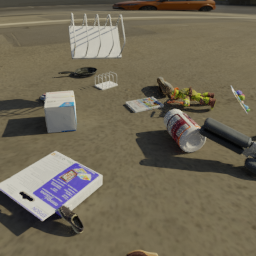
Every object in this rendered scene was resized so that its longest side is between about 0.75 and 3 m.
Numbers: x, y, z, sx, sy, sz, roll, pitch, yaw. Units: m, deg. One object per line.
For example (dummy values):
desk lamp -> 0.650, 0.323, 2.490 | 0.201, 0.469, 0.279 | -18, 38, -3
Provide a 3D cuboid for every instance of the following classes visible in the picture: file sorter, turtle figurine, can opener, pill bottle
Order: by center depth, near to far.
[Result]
can opener -> 3.665, 0.675, 9.241 | 2.775, 0.740, 0.928 | 28, 48, 7
pill bottle -> 2.105, 0.042, 10.761 | 1.040, 1.040, 1.821 | -8, 31, -13
file sorter -> -1.388, -4.159, 12.617 | 2.331, 1.617, 1.451 | -5, -10, -16
turtle figurine -> 3.078, -1.588, 13.724 | 2.226, 0.889, 2.760 | 10, 16, 2
file sorter -> -1.263, -2.721, 16.025 | 1.124, 0.700, 0.780 | -24, 37, -35

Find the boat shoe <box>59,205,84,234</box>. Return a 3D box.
boat shoe -> -1.419, 2.296, 7.165 | 0.870, 0.282, 0.313 | 47, 40, 14

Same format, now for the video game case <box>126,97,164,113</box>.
video game case -> 0.808, -1.159, 13.814 | 1.560, 0.141, 1.117 | -13, 31, -21

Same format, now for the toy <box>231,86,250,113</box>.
toy -> 4.285, -1.113, 10.573 | 0.269, 1.141, 0.657 | -28, 14, 24

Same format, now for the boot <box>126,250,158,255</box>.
boot -> 0.347, 3.049, 6.180 | 0.785, 0.284, 0.653 | 2, 28, -3

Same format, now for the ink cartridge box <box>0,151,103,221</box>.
ink cartridge box -> -2.307, 1.707, 8.349 | 2.234, 0.489, 2.255 | 21, 36, 32

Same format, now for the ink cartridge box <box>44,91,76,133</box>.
ink cartridge box -> -2.852, -0.733, 11.970 | 1.212, 1.190, 1.646 | -5, 30, -9

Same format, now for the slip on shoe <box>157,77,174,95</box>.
slip on shoe -> 1.897, -2.254, 15.319 | 0.589, 0.739, 1.943 | -36, 32, 2

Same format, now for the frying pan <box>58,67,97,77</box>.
frying pan -> -3.015, -3.436, 17.628 | 2.368, 0.386, 1.433 | -25, 37, -34

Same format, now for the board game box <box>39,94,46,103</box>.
board game box -> -4.098, -1.573, 14.402 | 0.910, 0.281, 0.909 | 18, 33, 29
